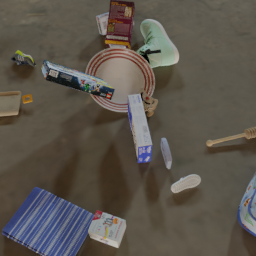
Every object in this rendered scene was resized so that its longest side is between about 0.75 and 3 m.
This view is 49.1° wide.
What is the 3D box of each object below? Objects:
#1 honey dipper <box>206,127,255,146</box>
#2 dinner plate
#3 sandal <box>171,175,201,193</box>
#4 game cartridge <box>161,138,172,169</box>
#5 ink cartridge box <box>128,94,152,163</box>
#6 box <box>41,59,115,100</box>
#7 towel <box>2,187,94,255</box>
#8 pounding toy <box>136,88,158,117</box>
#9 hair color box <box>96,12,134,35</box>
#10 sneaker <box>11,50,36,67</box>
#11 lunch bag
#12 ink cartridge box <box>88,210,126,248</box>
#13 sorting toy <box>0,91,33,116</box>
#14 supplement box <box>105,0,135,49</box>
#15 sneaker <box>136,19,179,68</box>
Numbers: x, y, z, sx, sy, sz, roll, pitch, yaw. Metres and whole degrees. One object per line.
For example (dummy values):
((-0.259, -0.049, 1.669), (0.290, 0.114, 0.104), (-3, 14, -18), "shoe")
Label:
((3.701, 0.351, 9.891), (1.955, 0.371, 0.371), (-14, 54, -5), "honey dipper")
((-0.303, -1.914, 11.141), (2.793, 0.338, 2.793), (3, 74, -9), "dinner plate")
((1.807, 1.714, 8.866), (1.028, 0.418, 0.253), (-17, 14, -12), "sandal")
((1.276, 0.823, 9.324), (0.193, 0.619, 0.929), (-7, 54, -7), "game cartridge")
((0.382, -0.015, 9.690), (0.490, 1.042, 2.217), (-7, 54, -5), "ink cartridge box")
((-1.748, -1.668, 9.653), (2.286, 0.431, 1.561), (15, 15, -27), "box")
((-2.255, 2.804, 8.109), (2.255, 0.269, 1.633), (22, 54, 14), "towel")
((0.761, -1.040, 10.581), (0.667, 0.669, 1.167), (-27, 73, -13), "pounding toy")
((-0.605, -5.239, 13.669), (1.742, 0.862, 0.528), (-25, 36, -18), "hair color box")
((-4.580, -2.939, 12.307), (1.344, 0.497, 0.544), (26, 64, 27), "sneaker")
((4.612, 2.216, 8.013), (2.289, 1.079, 2.857), (29, 57, 18), "lunch bag")
((-0.559, 2.818, 7.804), (0.884, 0.639, 0.642), (15, 54, 11), "ink cartridge box")
((-4.684, -0.912, 10.868), (1.974, 0.269, 1.111), (-5, 57, -3), "sorting toy")
((-0.339, -4.662, 12.725), (1.079, 0.838, 1.956), (8, 90, 6), "supplement box")
((0.851, -3.825, 12.493), (1.701, 1.061, 2.884), (-18, 57, -20), "sneaker")
